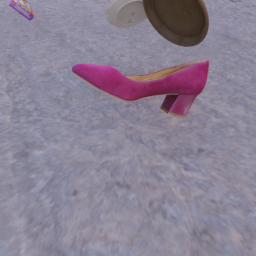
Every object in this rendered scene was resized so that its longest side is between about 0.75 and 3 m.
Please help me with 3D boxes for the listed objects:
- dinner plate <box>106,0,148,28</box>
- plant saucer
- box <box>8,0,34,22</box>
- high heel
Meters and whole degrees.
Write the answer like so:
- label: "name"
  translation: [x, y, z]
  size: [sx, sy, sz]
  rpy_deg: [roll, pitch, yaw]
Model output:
- label: "dinner plate"
  translation: [0.175, -4.631, 11.120]
  size: [2.125, 2.125, 0.258]
  rpy_deg: [-12, 74, -15]
- label: "plant saucer"
  translation: [1.674, -4.020, 9.722]
  size: [2.701, 2.701, 0.398]
  rpy_deg: [30, 70, 33]
- label: "box"
  translation: [-2.571, -2.939, 6.659]
  size: [0.165, 0.579, 0.846]
  rpy_deg: [-43, 48, 16]
- label: "high heel"
  translation: [0.332, -0.993, 4.888]
  size: [2.495, 1.197, 0.840]
  rpy_deg: [16, 16, -24]
